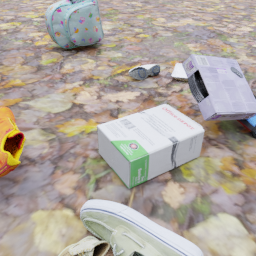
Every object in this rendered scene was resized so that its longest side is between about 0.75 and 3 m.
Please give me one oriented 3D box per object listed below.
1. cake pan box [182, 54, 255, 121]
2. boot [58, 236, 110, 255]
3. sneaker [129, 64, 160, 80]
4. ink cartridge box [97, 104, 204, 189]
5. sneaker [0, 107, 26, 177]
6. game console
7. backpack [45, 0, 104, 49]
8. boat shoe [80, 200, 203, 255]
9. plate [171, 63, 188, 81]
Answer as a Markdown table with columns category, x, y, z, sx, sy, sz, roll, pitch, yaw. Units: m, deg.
| category | x | y | z | sx | sy | sz | roll | pitch | yaw |
| --- | --- | --- | --- | --- | --- | --- | --- | --- | --- |
| cake pan box | 2.828 | -1.214 | 8.493 | 2.188 | 0.572 | 2.015 | -4 | 65 | -33 |
| boot | -0.843 | 2.341 | 5.169 | 0.922 | 0.332 | 0.713 | -23 | 3 | -35 |
| sneaker | 0.674 | -2.532 | 12.585 | 1.610 | 0.600 | 0.701 | -15 | 24 | -32 |
| ink cartridge box | 0.606 | 0.381 | 7.736 | 2.404 | 1.010 | 1.754 | -19 | 38 | -25 |
| sneaker | -3.109 | 0.253 | 7.361 | 1.003 | 0.949 | 2.600 | -30 | 43 | 3 |
| game console | 4.445 | -0.669 | 9.039 | 1.710 | 1.178 | 1.985 | -12 | 20 | 45 |
| backpack | -2.901 | -5.674 | 15.286 | 2.952 | 2.595 | 2.263 | -20 | 40 | -15 |
| boat shoe | 0.111 | 2.146 | 5.255 | 2.561 | 0.922 | 0.794 | 18 | 39 | 20 |
| plate | 2.868 | -2.449 | 12.605 | 1.637 | 0.265 | 1.641 | 10 | 35 | 13 |
